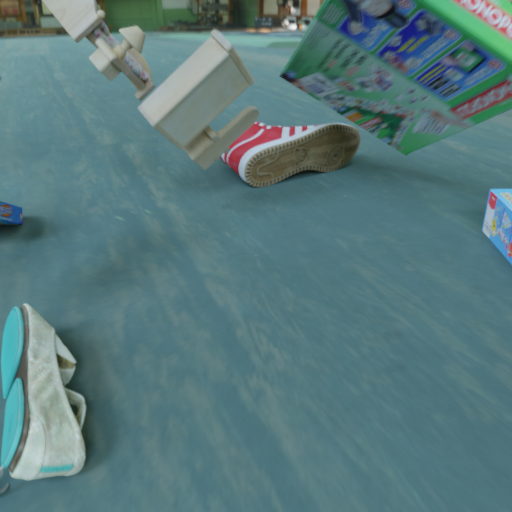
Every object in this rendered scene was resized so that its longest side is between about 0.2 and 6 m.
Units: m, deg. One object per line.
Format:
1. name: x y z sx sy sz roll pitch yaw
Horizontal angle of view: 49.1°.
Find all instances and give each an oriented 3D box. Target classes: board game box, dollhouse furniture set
1. board game box: 2.368 -3.230 9.535 3.245 0.702 4.823 29 -5 -8
2. board game box: -5.131 -0.778 10.099 1.249 0.370 1.642 -1 -1 -4
3. board game box: 5.797 -0.177 9.160 3.028 0.864 3.092 0 27 1
4. dollhouse furniture set: -1.840 -3.775 9.955 3.637 1.776 3.102 51 6 21

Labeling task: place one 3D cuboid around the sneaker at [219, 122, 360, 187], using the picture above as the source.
1. sneaker: 0.748 -2.757 13.799 3.481 1.240 1.958 -18 35 -27

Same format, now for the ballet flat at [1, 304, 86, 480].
1. ballet flat: -2.387 1.474 6.269 0.815 0.882 2.614 18 21 -31

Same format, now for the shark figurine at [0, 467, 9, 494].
1. shark figurine: -3.035 2.026 5.234 1.368 0.571 0.817 15 32 30
